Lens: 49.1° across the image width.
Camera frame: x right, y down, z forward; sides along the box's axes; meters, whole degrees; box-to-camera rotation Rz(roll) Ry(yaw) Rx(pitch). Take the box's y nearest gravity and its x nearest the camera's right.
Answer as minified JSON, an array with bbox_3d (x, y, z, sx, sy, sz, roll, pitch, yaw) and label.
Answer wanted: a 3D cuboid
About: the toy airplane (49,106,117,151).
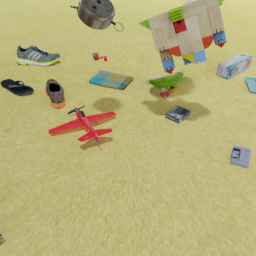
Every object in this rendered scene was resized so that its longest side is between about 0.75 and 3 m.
[{"bbox_3d":[-1.525,-0.103,10.198,2.719,0.500,2.719,-1,36,1],"label":"toy airplane"}]

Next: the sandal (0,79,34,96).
[{"bbox_3d":[-5.154,-1.933,12.794,1.960,0.420,0.745,20,40,25],"label":"sandal"}]

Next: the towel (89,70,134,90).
[{"bbox_3d":[-0.799,-2.312,13.537,1.832,0.199,1.344,16,39,18],"label":"towel"}]

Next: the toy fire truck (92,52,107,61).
[{"bbox_3d":[-1.595,-4.040,15.866,0.698,0.241,0.989,-9,36,-14],"label":"toy fire truck"}]

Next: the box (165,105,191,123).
[{"bbox_3d":[1.974,-0.543,11.050,0.652,0.211,0.827,28,45,31],"label":"box"}]

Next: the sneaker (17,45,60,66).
[{"bbox_3d":[-4.896,-3.955,15.122,2.393,0.969,0.884,-1,36,-2],"label":"sneaker"}]

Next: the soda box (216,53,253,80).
[{"bbox_3d":[5.454,-3.186,14.302,2.162,0.687,0.739,-28,45,-32],"label":"soda box"}]

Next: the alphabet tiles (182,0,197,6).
[{"bbox_3d":[2.272,-4.575,10.925,0.159,2.137,2.185,41,16,-19],"label":"alphabet tiles"}]

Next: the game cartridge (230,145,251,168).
[{"bbox_3d":[3.661,0.913,9.097,0.573,0.170,0.884,18,40,17],"label":"game cartridge"}]

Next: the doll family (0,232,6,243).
[{"bbox_3d":[-3.672,2.449,6.652,1.534,0.602,0.886,25,46,38],"label":"doll family"}]

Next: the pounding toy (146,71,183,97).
[{"bbox_3d":[1.729,-1.914,12.602,1.528,0.918,1.979,-14,10,-6],"label":"pounding toy"}]

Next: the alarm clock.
[{"bbox_3d":[-0.866,-3.724,9.103,1.761,0.586,1.188,34,57,-10],"label":"alarm clock"}]

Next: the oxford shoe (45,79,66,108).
[{"bbox_3d":[-3.165,-1.734,12.185,0.792,0.807,2.225,-14,38,-19],"label":"oxford shoe"}]

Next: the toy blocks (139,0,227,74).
[{"bbox_3d":[2.025,-2.978,9.230,2.920,1.996,1.459,-14,17,18],"label":"toy blocks"}]

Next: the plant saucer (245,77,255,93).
[{"bbox_3d":[5.857,-2.004,13.146,0.516,0.140,1.477,5,35,8],"label":"plant saucer"}]
